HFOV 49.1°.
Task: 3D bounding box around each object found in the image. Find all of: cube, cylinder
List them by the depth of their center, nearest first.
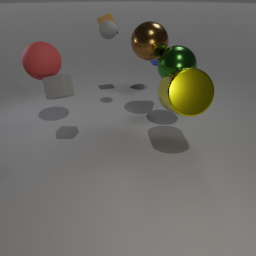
[{"bbox_3d":[1.743,-1.110,8.671,1.400,1.400,1.400,-3,9,-6],"label":"cylinder"},{"bbox_3d":[-2.248,-1.331,9.115,0.700,0.700,0.700,-9,5,12],"label":"cube"},{"bbox_3d":[-0.924,-4.681,12.841,0.700,0.700,0.700,-22,58,4],"label":"cube"}]

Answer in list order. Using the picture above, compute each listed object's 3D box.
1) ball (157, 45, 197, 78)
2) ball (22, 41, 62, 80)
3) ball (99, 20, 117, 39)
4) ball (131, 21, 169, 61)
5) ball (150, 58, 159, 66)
[{"bbox_3d":[1.762,-2.241,10.050,1.400,1.400,1.400,0,28,0],"label":"ball"},{"bbox_3d":[-3.170,-2.468,10.335,1.400,1.400,1.400,0,28,0],"label":"ball"},{"bbox_3d":[-0.774,-3.826,10.909,0.700,0.700,0.700,0,28,0],"label":"ball"},{"bbox_3d":[0.808,-3.213,10.393,1.400,1.400,1.400,0,28,0],"label":"ball"},{"bbox_3d":[1.208,-2.904,11.530,0.700,0.700,0.700,0,28,0],"label":"ball"}]
